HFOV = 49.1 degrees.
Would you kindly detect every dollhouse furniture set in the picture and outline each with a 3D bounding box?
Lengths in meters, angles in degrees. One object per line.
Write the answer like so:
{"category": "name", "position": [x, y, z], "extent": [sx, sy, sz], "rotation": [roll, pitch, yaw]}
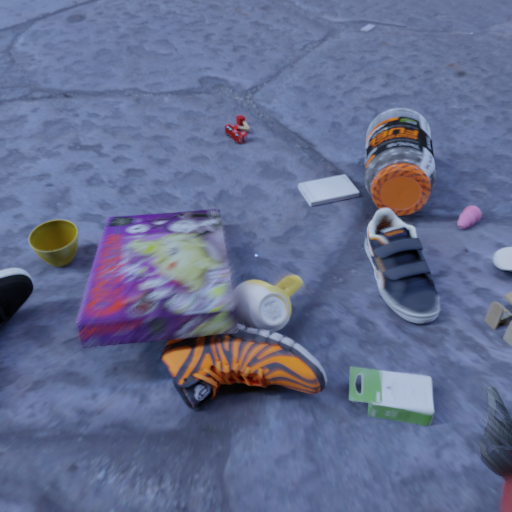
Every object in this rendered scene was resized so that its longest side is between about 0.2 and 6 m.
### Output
{"category": "dollhouse furniture set", "position": [5.042, 1.011, 9.663], "extent": [1.324, 1.004, 1.511], "rotation": [-20, 46, -20]}

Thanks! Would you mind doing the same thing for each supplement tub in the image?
{"category": "supplement tub", "position": [3.253, -2.139, 12.749], "extent": [1.549, 1.549, 2.529], "rotation": [6, 42, 6]}

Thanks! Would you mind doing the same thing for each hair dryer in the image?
{"category": "hair dryer", "position": [3.210, 2.561, 6.901], "extent": [2.092, 2.746, 0.746], "rotation": [-18, 17, -30]}

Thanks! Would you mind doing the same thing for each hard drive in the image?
{"category": "hard drive", "position": [1.690, -1.543, 13.127], "extent": [1.213, 0.162, 0.800], "rotation": [-12, 43, -14]}

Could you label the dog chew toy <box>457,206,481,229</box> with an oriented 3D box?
{"category": "dog chew toy", "position": [4.606, -0.811, 12.178], "extent": [0.394, 0.394, 0.632], "rotation": [32, 59, 31]}

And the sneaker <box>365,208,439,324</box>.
{"category": "sneaker", "position": [2.715, 0.107, 10.679], "extent": [0.983, 0.995, 2.507], "rotation": [-12, 45, -8]}

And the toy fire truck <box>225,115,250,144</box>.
{"category": "toy fire truck", "position": [-0.442, -3.413, 15.129], "extent": [0.731, 0.253, 1.036], "rotation": [-23, 47, -23]}

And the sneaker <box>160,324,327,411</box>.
{"category": "sneaker", "position": [-0.336, 1.898, 8.829], "extent": [2.716, 1.053, 1.521], "rotation": [16, 48, 30]}

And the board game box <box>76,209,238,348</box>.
{"category": "board game box", "position": [-1.702, 0.192, 10.187], "extent": [2.407, 0.648, 4.010], "rotation": [-9, 28, -4]}

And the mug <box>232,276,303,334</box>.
{"category": "mug", "position": [0.154, 0.780, 9.529], "extent": [0.979, 1.003, 1.222], "rotation": [21, 80, -17]}

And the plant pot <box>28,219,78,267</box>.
{"category": "plant pot", "position": [-3.982, -0.175, 11.216], "extent": [0.941, 0.668, 0.941], "rotation": [0, 45, 0]}

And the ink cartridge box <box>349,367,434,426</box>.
{"category": "ink cartridge box", "position": [2.091, 2.192, 8.809], "extent": [1.290, 0.383, 0.670], "rotation": [7, 43, 6]}

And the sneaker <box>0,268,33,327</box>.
{"category": "sneaker", "position": [-4.701, 1.521, 9.196], "extent": [2.902, 1.060, 1.623], "rotation": [-37, 57, -24]}

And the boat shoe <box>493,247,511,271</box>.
{"category": "boat shoe", "position": [5.540, 0.104, 10.893], "extent": [1.730, 0.593, 0.623], "rotation": [-6, 85, 16]}
